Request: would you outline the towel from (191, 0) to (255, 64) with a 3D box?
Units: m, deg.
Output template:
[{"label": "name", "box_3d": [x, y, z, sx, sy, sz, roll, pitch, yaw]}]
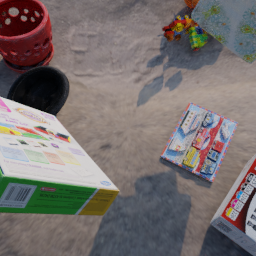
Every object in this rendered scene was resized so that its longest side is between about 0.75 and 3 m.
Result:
[{"label": "towel", "box_3d": [2.558, -2.499, 6.252, 1.993, 1.706, 0.480, 39, 63, 0]}]

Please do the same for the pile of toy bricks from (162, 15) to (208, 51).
[{"label": "pile of toy bricks", "box_3d": [2.174, -3.029, 9.106, 2.075, 1.151, 1.024, -16, 90, -27]}]

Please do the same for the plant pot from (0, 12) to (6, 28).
[{"label": "plant pot", "box_3d": [-5.247, -4.218, 8.984, 2.256, 2.599, 2.599, 45, 69, 4]}]

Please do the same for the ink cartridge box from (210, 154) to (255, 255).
[{"label": "ink cartridge box", "box_3d": [3.265, 1.842, 6.381, 1.825, 0.872, 2.079, 34, 66, 16]}]

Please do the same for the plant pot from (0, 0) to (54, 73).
[{"label": "plant pot", "box_3d": [-3.121, -2.705, 8.415, 1.814, 1.652, 1.814, 0, 62, 1]}]

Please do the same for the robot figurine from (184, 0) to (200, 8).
[{"label": "robot figurine", "box_3d": [2.878, -4.616, 9.695, 2.190, 1.277, 1.575, 28, 91, 13]}]

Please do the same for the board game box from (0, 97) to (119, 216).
[{"label": "board game box", "box_3d": [-1.692, 0.347, 4.862, 2.748, 2.103, 0.554, 41, 103, 41]}]

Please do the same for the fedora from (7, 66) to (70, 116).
[{"label": "fedora", "box_3d": [-2.395, -0.791, 7.813, 1.839, 0.840, 1.839, -2, 68, 4]}]

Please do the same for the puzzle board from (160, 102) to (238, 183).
[{"label": "puzzle board", "box_3d": [1.975, 0.295, 7.630, 1.495, 0.173, 1.984, 26, 64, 13]}]
